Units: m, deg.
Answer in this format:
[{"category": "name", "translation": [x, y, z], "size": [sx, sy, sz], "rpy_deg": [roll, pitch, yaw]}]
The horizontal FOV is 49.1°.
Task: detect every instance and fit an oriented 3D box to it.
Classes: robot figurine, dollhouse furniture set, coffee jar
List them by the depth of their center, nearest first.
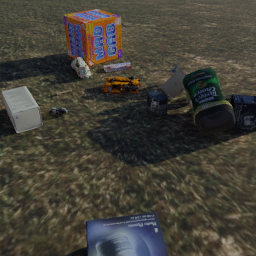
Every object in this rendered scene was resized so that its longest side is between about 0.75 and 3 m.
[{"category": "coffee jar", "translation": [3.133, -1.049, 11.012], "size": [1.464, 1.198, 2.808], "rpy_deg": [-17, 47, 11]}, {"category": "dollhouse furniture set", "translation": [2.520, -1.938, 13.454], "size": [1.764, 1.219, 1.868], "rpy_deg": [46, 15, 0]}, {"category": "robot figurine", "translation": [-0.247, -2.093, 13.617], "size": [1.818, 0.529, 1.318], "rpy_deg": [4, 35, 7]}]

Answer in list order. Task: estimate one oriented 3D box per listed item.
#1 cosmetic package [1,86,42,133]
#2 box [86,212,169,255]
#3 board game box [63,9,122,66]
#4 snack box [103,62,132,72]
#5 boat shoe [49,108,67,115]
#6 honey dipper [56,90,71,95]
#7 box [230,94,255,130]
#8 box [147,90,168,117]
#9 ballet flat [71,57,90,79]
[{"category": "cosmetic package", "translation": [-4.349, -0.805, 11.424], "size": [1.081, 0.912, 2.091], "rpy_deg": [-17, 38, -24]}, {"category": "box", "translation": [-0.010, 2.865, 6.042], "size": [1.686, 1.039, 1.672], "rpy_deg": [-6, 36, -8]}, {"category": "board game box", "translation": [-2.076, -5.477, 16.783], "size": [2.447, 2.447, 2.449], "rpy_deg": [-25, 42, -31]}, {"category": "snack box", "translation": [-0.582, -3.440, 15.850], "size": [1.534, 0.187, 0.552], "rpy_deg": [-11, 36, -16]}, {"category": "boat shoe", "translation": [-2.964, -0.691, 11.800], "size": [0.813, 0.301, 0.245], "rpy_deg": [8, 35, 17]}, {"category": "honey dipper", "translation": [-3.064, -1.723, 13.433], "size": [0.756, 0.144, 0.144], "rpy_deg": [-19, 39, -28]}, {"category": "box", "translation": [4.577, -0.609, 10.902], "size": [1.195, 1.175, 0.702], "rpy_deg": [4, 35, 5]}, {"category": "box", "translation": [1.245, -1.049, 11.865], "size": [0.507, 0.805, 0.819], "rpy_deg": [-22, 40, -29]}, {"category": "ballet flat", "translation": [-2.582, -3.455, 15.397], "size": [0.873, 0.738, 2.308], "rpy_deg": [-17, 38, -20]}]
